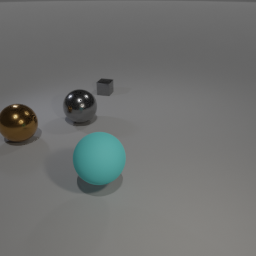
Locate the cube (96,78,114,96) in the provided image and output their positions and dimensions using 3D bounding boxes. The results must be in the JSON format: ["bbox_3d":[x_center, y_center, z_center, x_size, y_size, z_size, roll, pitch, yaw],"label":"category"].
[{"bbox_3d":[-1.200,-2.151,14.743,0.700,0.700,0.700,8,29,14],"label":"cube"}]

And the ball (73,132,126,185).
[{"bbox_3d":[-0.760,0.805,7.462,1.400,1.400,1.400,0,28,0],"label":"ball"}]

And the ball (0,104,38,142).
[{"bbox_3d":[-4.015,-0.187,10.232,1.400,1.400,1.400,0,28,0],"label":"ball"}]

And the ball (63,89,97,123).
[{"bbox_3d":[-1.982,-0.899,11.594,1.400,1.400,1.400,0,28,0],"label":"ball"}]
